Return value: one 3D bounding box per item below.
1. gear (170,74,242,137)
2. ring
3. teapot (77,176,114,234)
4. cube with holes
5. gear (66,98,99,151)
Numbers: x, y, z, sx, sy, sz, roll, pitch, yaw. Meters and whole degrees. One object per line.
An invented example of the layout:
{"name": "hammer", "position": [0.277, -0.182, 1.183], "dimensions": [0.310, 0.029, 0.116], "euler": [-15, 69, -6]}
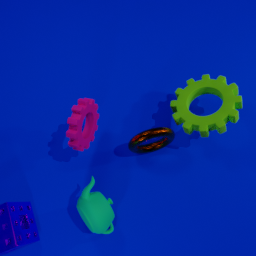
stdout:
{"name": "gear", "position": [2.050, -0.620, 7.431], "dimensions": [1.787, 0.330, 1.787], "euler": [-12, 55, 17]}
{"name": "ring", "position": [0.634, 0.348, 7.532], "dimensions": [1.304, 1.304, 0.261], "euler": [-14, 66, -5]}
{"name": "teapot", "position": [-0.771, 2.003, 7.003], "dimensions": [0.824, 1.046, 1.682], "euler": [-30, 112, -23]}
{"name": "cube with holes", "position": [-2.979, 2.480, 6.842], "dimensions": [1.024, 1.024, 1.024], "euler": [-23, 72, 6]}
{"name": "gear", "position": [-1.110, -0.088, 7.036], "dimensions": [0.241, 1.302, 1.302], "euler": [12, 71, 16]}
